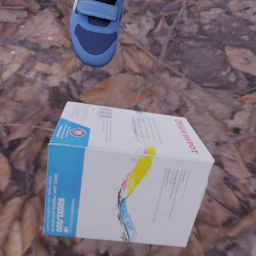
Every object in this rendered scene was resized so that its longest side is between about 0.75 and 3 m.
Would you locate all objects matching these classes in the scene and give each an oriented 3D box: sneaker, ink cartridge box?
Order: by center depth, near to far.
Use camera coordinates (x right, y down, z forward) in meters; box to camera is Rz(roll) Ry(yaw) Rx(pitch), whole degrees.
[{"bbox_3d":[-0.066,0.727,4.801,2.316,1.675,1.705,8,23,-6],"label":"ink cartridge box"},{"bbox_3d":[-0.549,-2.771,5.758,1.101,1.224,2.977,8,89,-12],"label":"sneaker"}]
